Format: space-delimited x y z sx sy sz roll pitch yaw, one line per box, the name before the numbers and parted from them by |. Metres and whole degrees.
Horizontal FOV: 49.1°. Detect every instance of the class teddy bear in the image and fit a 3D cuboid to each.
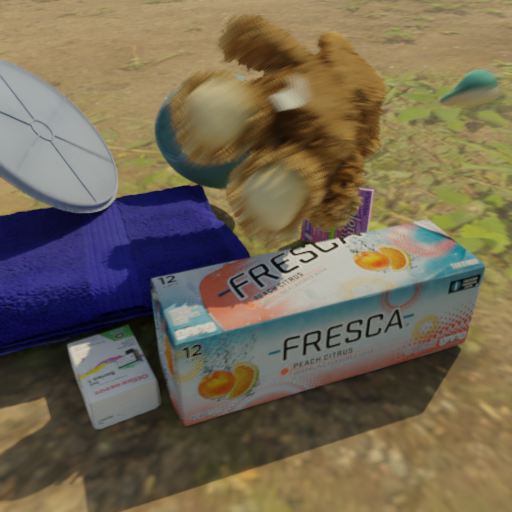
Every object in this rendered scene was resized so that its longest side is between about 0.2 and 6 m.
teddy bear | 0.427 -1.702 7.523 3.050 1.405 4.207 37 42 -15

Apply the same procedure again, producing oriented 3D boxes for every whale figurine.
whale figurine | 3.050 -2.392 8.064 0.697 0.455 0.876 -12 8 -23

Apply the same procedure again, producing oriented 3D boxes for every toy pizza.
toy pizza | -3.253 -1.709 8.200 0.451 2.848 2.848 -37 27 22

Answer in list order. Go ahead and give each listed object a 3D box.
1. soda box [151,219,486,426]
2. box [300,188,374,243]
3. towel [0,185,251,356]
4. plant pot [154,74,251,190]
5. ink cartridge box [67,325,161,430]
soda box | 0.729 0.684 6.721 3.793 1.297 1.206 -12 36 -17
box | 1.288 -0.650 8.940 1.048 0.922 0.507 8 10 12
towel | -2.361 0.133 7.969 4.123 1.021 3.044 -11 29 -15
plant pot | -0.917 -2.100 9.500 2.036 2.036 1.371 20 20 27
ink cartridge box | -1.655 1.371 6.482 0.766 0.444 1.058 -17 37 -23
